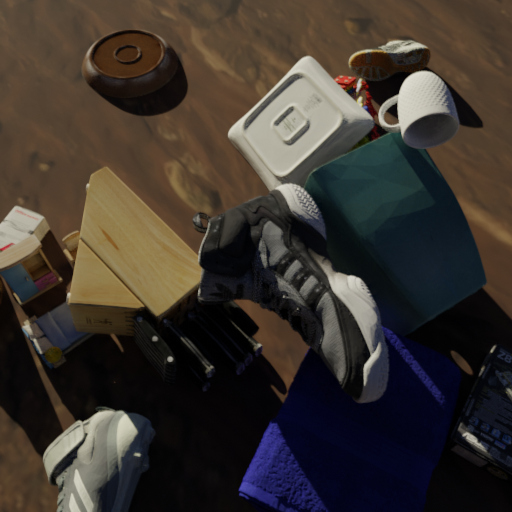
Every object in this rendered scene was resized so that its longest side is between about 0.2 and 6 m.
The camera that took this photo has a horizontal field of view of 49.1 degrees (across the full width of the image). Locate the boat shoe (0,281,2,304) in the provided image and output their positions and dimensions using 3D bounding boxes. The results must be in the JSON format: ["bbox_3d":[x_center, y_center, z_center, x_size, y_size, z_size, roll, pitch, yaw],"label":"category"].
[{"bbox_3d":[-5.161,0.024,9.508,0.924,1.020,2.863,-32,56,-9],"label":"boat shoe"}]

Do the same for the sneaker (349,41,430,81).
[{"bbox_3d":[2.903,-4.386,12.480,1.798,0.680,0.788,-6,40,-5],"label":"sneaker"}]

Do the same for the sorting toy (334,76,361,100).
[{"bbox_3d":[1.470,-3.426,11.611,1.088,0.379,1.081,18,42,29],"label":"sorting toy"}]

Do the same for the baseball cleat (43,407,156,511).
[{"bbox_3d":[-2.360,3.388,7.500,1.465,0.960,2.753,9,49,13],"label":"baseball cleat"}]

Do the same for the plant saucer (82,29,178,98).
[{"bbox_3d":[-2.863,-4.429,12.595,2.167,0.348,2.167,0,59,0],"label":"plant saucer"}]

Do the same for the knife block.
[{"bbox_3d":[-1.339,0.365,9.021,3.005,1.095,3.424,5,60,-9],"label":"knife block"}]

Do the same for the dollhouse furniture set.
[{"bbox_3d":[-3.077,0.598,8.979,1.666,1.152,1.765,-34,64,-19],"label":"dollhouse furniture set"}]

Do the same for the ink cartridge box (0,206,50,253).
[{"bbox_3d":[-4.253,-0.364,10.033,0.658,0.378,0.906,20,60,12],"label":"ink cartridge box"}]

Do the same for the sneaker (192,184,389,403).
[{"bbox_3d":[0.281,0.582,7.821,2.037,1.351,3.580,-13,56,-16],"label":"sneaker"}]

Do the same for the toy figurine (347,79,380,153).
[{"bbox_3d":[1.685,-2.333,11.174,1.332,1.173,2.223,-13,52,26],"label":"toy figurine"}]

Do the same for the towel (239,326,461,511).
[{"bbox_3d":[1.451,2.534,8.080,2.362,0.792,3.198,26,61,8],"label":"towel"}]

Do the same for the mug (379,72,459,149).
[{"bbox_3d":[2.418,-2.221,8.504,1.107,0.817,0.970,-13,61,19],"label":"mug"}]

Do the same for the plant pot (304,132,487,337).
[{"bbox_3d":[2.204,-0.214,9.112,1.936,1.937,2.740,-27,75,-16],"label":"plant pot"}]

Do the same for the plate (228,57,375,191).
[{"bbox_3d":[0.707,-2.452,10.634,2.300,0.372,2.295,-42,59,13],"label":"plate"}]

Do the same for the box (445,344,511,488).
[{"bbox_3d":[4.156,2.577,8.114,2.225,0.546,1.794,28,64,16],"label":"box"}]
